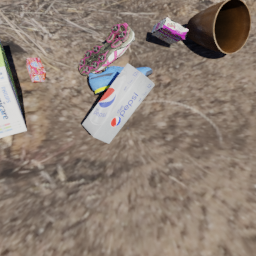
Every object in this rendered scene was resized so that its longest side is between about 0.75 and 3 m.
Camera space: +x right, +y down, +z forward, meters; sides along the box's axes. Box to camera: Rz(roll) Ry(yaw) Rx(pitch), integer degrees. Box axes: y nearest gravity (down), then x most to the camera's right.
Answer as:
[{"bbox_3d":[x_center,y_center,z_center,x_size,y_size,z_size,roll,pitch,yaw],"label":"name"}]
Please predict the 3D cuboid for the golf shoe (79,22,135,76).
[{"bbox_3d":[-0.635,-2.390,9.083,2.153,0.991,0.782,-38,71,14],"label":"golf shoe"}]

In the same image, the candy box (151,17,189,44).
[{"bbox_3d":[1.382,-3.266,9.495,0.860,1.261,0.385,23,93,-16],"label":"candy box"}]

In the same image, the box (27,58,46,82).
[{"bbox_3d":[-2.990,-1.893,9.090,0.419,0.401,0.840,-9,50,-29],"label":"box"}]

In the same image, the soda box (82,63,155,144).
[{"bbox_3d":[-0.261,-0.614,7.323,2.026,0.692,0.643,-53,50,7],"label":"soda box"}]

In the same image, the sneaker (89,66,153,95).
[{"bbox_3d":[-0.217,-1.679,8.683,2.027,0.668,0.795,-19,87,-12],"label":"sneaker"}]

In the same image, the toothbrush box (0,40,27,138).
[{"bbox_3d":[-3.782,-1.297,7.721,1.136,1.922,2.639,-18,55,-18],"label":"toothbrush box"}]

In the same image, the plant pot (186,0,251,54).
[{"bbox_3d":[2.876,-3.424,9.546,1.668,1.668,1.785,-29,29,-20],"label":"plant pot"}]
